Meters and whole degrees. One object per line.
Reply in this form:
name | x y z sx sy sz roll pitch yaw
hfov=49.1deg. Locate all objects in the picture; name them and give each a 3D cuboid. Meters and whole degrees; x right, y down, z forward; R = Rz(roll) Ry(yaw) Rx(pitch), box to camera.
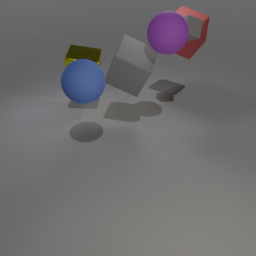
ball | -1.413 -1.470 8.887 1.400 1.400 1.400 0 32 0
cube | 2.532 -4.175 12.304 1.400 1.400 1.400 33 68 23
cube | -1.949 -2.611 12.202 1.400 1.400 1.400 7 40 -5
ball | 1.344 -3.207 9.480 1.400 1.400 1.400 0 32 0
cube | 0.101 -2.316 10.471 1.400 1.400 1.400 23 51 -8
cube | 2.322 -3.796 10.674 0.700 0.700 0.700 11 3 -23
